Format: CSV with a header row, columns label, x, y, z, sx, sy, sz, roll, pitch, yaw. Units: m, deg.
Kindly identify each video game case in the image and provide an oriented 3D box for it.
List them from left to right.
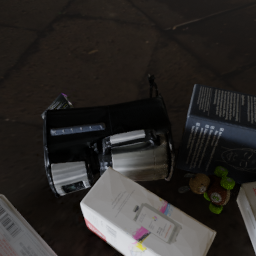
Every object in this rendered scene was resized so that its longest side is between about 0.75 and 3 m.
label,x,y,z,sx,sy,sz,roll,pitch,yaw
video game case,-2.500,2.889,4.854,2.768,0.328,2.520,35,60,25

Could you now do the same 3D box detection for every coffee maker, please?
label,x,y,z,sx,sy,sz,roll,pitch,yaw
coffee maker,-0.458,0.169,6.370,2.614,1.761,2.511,-6,41,-4

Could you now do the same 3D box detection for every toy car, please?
label,x,y,z,sx,sy,sz,roll,pitch,yaw
toy car,1.554,1.212,5.793,0.942,0.774,0.743,12,25,-9

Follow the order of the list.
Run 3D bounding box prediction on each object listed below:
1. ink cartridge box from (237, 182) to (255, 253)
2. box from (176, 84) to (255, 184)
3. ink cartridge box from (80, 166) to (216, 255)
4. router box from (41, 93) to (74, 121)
label,x,y,z,sx,sy,sz,roll,pitch,yaw
ink cartridge box,3.274,1.699,5.465,1.849,0.771,1.342,-8,49,2
box,2.355,0.216,6.181,2.257,1.675,1.208,14,46,11
ink cartridge box,0.484,1.919,4.858,2.547,1.484,0.860,30,59,17
router box,-1.768,-0.379,7.050,0.839,0.214,0.625,-44,54,10
